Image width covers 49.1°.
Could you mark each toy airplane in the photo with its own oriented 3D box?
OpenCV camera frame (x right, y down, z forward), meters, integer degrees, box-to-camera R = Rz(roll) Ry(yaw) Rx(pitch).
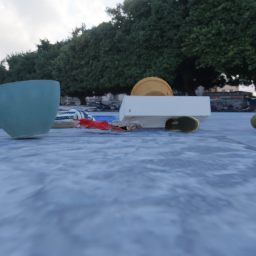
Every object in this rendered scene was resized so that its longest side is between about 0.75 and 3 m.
[{"bbox_3d":[-0.992,-0.101,8.586,1.743,0.321,1.743,4,-1,0],"label":"toy airplane"}]

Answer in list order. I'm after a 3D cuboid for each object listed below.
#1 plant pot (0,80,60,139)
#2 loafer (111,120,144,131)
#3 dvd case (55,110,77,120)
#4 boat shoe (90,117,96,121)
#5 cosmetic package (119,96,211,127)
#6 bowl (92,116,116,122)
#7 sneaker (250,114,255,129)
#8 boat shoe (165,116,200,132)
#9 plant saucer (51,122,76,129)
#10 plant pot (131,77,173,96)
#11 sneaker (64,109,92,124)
[{"bbox_3d":[-2.607,-0.416,7.214,1.870,1.260,1.870,-10,2,0],"label":"plant pot"},{"bbox_3d":[-0.048,-0.024,9.480,1.176,0.423,0.370,2,49,24],"label":"loafer"},{"bbox_3d":[-3.088,-0.532,12.181,1.634,0.180,1.193,-5,14,-1],"label":"dvd case"},{"bbox_3d":[-1.349,-0.165,10.993,0.343,0.350,0.989,42,9,-14],"label":"boat shoe"},{"bbox_3d":[1.228,-0.559,10.450,2.977,0.769,2.244,0,-7,-6],"label":"cosmetic package"},{"bbox_3d":[-1.505,-0.516,15.870,1.722,0.338,1.722,0,4,0],"label":"bowl"},{"bbox_3d":[5.211,-0.348,9.329,2.039,0.684,0.915,1,-21,-14],"label":"sneaker"},{"bbox_3d":[1.915,-0.112,9.374,0.577,0.543,1.514,11,-2,-31],"label":"boat shoe"},{"bbox_3d":[-2.857,-0.128,11.378,1.548,0.228,1.548,-1,4,0],"label":"plant saucer"},{"bbox_3d":[1.468,-1.544,16.545,2.642,2.642,1.849,0,20,0],"label":"plant pot"},{"bbox_3d":[-2.291,-0.575,13.828,1.331,0.732,1.817,-8,3,-33],"label":"sneaker"}]
